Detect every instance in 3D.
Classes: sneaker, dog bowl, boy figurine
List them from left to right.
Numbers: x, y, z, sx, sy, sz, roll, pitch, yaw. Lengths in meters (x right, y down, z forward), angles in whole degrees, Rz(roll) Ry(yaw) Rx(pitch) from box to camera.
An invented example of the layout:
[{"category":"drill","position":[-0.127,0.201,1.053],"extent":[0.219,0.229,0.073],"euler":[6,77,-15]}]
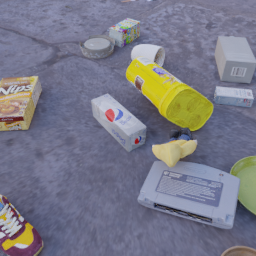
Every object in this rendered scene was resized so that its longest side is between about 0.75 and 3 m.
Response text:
[{"category":"sneaker","position":[-2.942,2.232,6.640],"extent":[2.213,0.997,0.829],"euler":[25,48,25]},{"category":"dog bowl","position":[-1.529,-4.060,14.032],"extent":[1.781,0.522,1.781],"euler":[0,41,0]},{"category":"boy figurine","position":[1.243,0.528,7.836],"extent":[1.295,0.671,2.084],"euler":[-7,8,23]}]

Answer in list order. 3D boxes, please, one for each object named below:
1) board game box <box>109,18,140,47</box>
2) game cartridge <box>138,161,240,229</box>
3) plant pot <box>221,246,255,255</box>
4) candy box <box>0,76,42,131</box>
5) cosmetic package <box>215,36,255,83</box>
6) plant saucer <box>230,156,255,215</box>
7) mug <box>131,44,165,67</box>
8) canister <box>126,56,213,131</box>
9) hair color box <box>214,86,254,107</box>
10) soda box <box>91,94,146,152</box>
[{"category":"board game box","position":[-0.165,-5.099,14.936],"extent":[0.877,0.862,1.673],"euler":[25,48,26]},{"category":"game cartridge","position":[1.658,1.632,7.503],"extent":[2.415,0.494,1.608],"euler":[10,47,24]},{"category":"plant pot","position":[2.456,3.220,5.847],"extent":[1.287,0.594,1.287],"euler":[0,41,0]},{"category":"candy box","position":[-4.232,-0.969,10.433],"extent":[1.456,0.698,2.522],"euler":[-2,43,-1]},{"category":"cosmetic package","position":[4.763,-3.145,12.619],"extent":[1.339,1.130,2.506],"euler":[6,39,6]},{"category":"plant saucer","position":[3.926,1.702,7.729],"extent":[2.248,0.349,2.248],"euler":[0,42,0]},{"category":"mug","position":[0.947,-3.267,12.874],"extent":[1.291,1.087,1.472],"euler":[21,15,26]},{"category":"canister","position":[1.364,-1.296,9.899],"extent":[2.096,1.221,2.822],"euler":[21,20,-41]},{"category":"hair color box","position":[4.111,-1.226,10.945],"extent":[1.369,0.415,0.678],"euler":[7,42,9]},{"category":"soda box","position":[-0.359,-0.240,9.568],"extent":[0.731,0.787,2.305],"euler":[-26,48,-26]}]
